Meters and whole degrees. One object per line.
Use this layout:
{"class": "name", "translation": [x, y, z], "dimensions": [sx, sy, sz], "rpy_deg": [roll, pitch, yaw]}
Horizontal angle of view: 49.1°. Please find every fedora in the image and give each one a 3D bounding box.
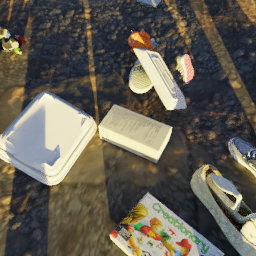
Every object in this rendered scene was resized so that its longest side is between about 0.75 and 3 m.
{"class": "fedora", "translation": [-4.776, -3.475, 11.258], "dimensions": [0.899, 0.411, 0.899], "rpy_deg": [0, 54, 0]}

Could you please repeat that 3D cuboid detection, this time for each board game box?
{"class": "board game box", "translation": [0.889, 2.805, 6.664], "dimensions": [2.294, 0.397, 1.448], "rpy_deg": [35, 60, 23]}

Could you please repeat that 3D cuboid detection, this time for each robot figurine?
{"class": "robot figurine", "translation": [0.468, -3.258, 10.770], "dimensions": [1.086, 0.781, 0.633], "rpy_deg": [33, 70, -3]}

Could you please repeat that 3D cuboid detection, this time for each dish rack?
{"class": "dish rack", "translation": [-2.316, 0.125, 8.193], "dimensions": [2.210, 0.561, 2.575], "rpy_deg": [31, 59, 1]}

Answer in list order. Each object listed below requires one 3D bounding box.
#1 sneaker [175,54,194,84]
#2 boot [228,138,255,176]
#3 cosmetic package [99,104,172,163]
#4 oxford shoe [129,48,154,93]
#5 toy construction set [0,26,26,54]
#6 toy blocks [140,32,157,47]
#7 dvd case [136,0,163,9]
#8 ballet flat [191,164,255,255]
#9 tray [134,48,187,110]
{"class": "sneaker", "translation": [1.797, -1.943, 9.114], "dimensions": [0.491, 1.123, 0.414], "rpy_deg": [29, 67, 40]}
{"class": "boot", "translation": [3.678, 0.831, 7.813], "dimensions": [0.709, 0.881, 1.950], "rpy_deg": [-28, 58, -19]}
{"class": "cosmetic package", "translation": [0.213, 0.145, 8.428], "dimensions": [1.956, 0.695, 1.029], "rpy_deg": [24, 57, 17]}
{"class": "oxford shoe", "translation": [0.527, -1.904, 9.774], "dimensions": [0.917, 0.705, 2.440], "rpy_deg": [23, 43, -8]}
{"class": "toy construction set", "translation": [-5.111, -3.366, 10.747], "dimensions": [1.897, 1.582, 1.457], "rpy_deg": [-16, 40, -36]}
{"class": "toy blocks", "translation": [0.677, -3.456, 11.297], "dimensions": [0.751, 0.327, 0.902], "rpy_deg": [-37, 62, -24]}
{"class": "dvd case", "translation": [1.150, -6.207, 13.405], "dimensions": [1.036, 0.170, 1.378], "rpy_deg": [23, 57, 16]}
{"class": "ballet flat", "translation": [2.639, 2.121, 6.776], "dimensions": [1.000, 0.924, 2.965], "rpy_deg": [-21, 56, -32]}
{"class": "tray", "translation": [1.144, -1.681, 9.220], "dimensions": [1.279, 0.264, 2.382], "rpy_deg": [-8, 66, -52]}
